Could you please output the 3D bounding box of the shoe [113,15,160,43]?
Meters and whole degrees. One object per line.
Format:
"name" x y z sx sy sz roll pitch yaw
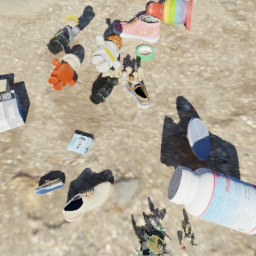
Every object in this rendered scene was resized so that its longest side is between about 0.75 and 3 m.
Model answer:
"shoe" 0.427 -5.118 13.974 2.477 1.127 0.885 17 57 11

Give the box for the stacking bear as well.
"stacking bear" 2.148 -6.007 14.580 2.368 1.347 1.438 6 55 10

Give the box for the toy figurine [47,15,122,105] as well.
"toy figurine" -1.634 -2.683 11.132 2.872 2.827 1.998 19 50 5

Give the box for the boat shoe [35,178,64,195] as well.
"boat shoe" -2.688 1.971 9.526 0.972 0.351 0.352 -12 51 -20

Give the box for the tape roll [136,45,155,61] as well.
"tape roll" 0.829 -3.618 13.487 0.901 0.217 0.901 0 54 0

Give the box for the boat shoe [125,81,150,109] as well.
"boat shoe" 0.429 -1.624 11.834 0.621 0.622 1.720 -26 59 -18

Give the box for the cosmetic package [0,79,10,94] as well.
"cosmetic package" -5.787 -1.591 11.900 1.362 0.484 0.716 -10 56 -7

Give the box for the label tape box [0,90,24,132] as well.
"label tape box" -5.299 -0.529 11.049 2.036 0.673 1.459 -18 57 -14

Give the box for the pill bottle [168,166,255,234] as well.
"pill bottle" 2.641 2.070 8.406 2.686 1.461 1.461 19 56 -5

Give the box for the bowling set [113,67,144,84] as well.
"bowling set" 0.025 -2.016 11.442 1.294 0.694 0.900 3 45 -3

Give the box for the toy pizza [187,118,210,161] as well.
"toy pizza" 2.515 0.405 10.090 0.250 1.579 1.579 -16 45 38

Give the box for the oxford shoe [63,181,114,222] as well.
"oxford shoe" -1.247 2.297 9.046 1.880 0.694 0.665 -35 62 -22

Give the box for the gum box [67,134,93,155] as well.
"gum box" -1.785 0.611 10.549 0.777 0.173 0.660 15 56 10

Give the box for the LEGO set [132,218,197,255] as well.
"LEGO set" 1.047 3.475 8.443 2.007 0.569 1.303 10 57 -9
